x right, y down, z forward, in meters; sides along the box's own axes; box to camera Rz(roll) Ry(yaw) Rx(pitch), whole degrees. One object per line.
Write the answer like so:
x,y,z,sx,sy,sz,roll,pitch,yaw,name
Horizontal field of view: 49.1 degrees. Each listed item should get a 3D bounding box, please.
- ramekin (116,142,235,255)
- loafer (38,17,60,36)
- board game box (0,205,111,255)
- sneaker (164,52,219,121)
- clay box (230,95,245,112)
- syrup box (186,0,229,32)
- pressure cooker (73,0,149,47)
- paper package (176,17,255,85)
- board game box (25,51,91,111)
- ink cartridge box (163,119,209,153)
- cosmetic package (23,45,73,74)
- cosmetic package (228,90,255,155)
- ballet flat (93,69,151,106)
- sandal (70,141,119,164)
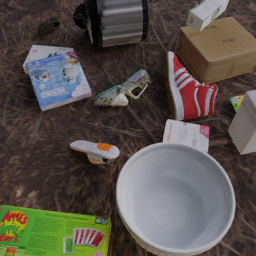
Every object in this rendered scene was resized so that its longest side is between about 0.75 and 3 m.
1.110,1.913,7.240,2.834,1.487,2.834,0,54,0,ramekin
-3.534,-4.552,12.581,0.480,0.491,1.345,22,57,16,loafer
-1.950,2.897,7.016,2.864,0.682,1.455,5,54,4,board game box
2.233,-1.592,10.072,1.649,1.044,2.931,-5,61,1,sneaker
4.342,-0.788,9.927,1.386,0.330,0.796,-7,54,-5,clay box
1.981,-2.909,6.921,0.443,0.429,1.089,42,73,15,syrup box
-0.768,-4.605,11.354,2.889,2.541,2.581,-10,56,-6,pressure cooker
3.498,-3.082,11.031,2.445,1.265,2.330,-17,56,-12,paper package
-2.543,-1.769,10.277,1.882,0.408,1.873,-20,75,-14,board game box
1.825,0.365,8.935,1.375,0.569,1.007,11,55,8,ink cartridge box
-3.158,-2.717,11.276,1.718,0.444,1.295,5,52,3,cosmetic package
3.816,-0.155,8.468,0.820,1.933,1.040,-11,56,-6,cosmetic package
-0.088,-1.277,10.043,2.379,0.856,0.856,-34,61,-21,ballet flat
-1.027,0.791,8.706,1.805,0.517,0.692,11,25,32,sandal
